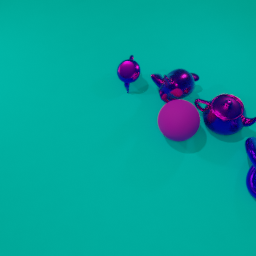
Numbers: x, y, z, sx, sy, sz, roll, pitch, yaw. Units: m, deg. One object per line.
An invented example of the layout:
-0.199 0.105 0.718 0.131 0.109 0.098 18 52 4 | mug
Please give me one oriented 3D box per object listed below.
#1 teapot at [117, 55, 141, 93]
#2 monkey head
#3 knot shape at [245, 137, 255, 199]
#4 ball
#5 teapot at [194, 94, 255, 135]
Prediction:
0.042 -1.782 9.158 0.784 0.618 1.261 8 89 13 | teapot
1.398 -1.466 8.728 1.844 1.111 1.326 -15 63 -47 | monkey head
3.916 1.187 7.588 1.880 0.869 1.759 21 74 5 | knot shape
1.471 -0.217 8.138 1.213 1.213 1.213 0 63 0 | ball
2.973 -0.449 8.348 2.065 1.011 1.284 20 64 18 | teapot
